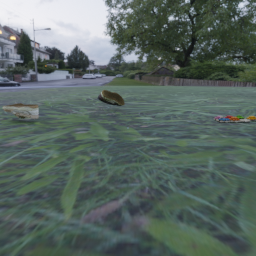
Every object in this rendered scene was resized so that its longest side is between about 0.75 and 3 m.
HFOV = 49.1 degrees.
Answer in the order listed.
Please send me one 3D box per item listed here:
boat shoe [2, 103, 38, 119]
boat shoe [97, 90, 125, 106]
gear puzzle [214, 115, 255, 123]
[{"bbox_3d":[-3.600,-0.539,9.370,1.515,0.492,0.547,4,16,27],"label":"boat shoe"},{"bbox_3d":[-0.739,-1.272,12.310,0.488,0.552,1.507,-27,-29,30],"label":"boat shoe"},{"bbox_3d":[3.678,-0.336,9.388,1.425,0.187,0.738,-1,10,-4],"label":"gear puzzle"}]
